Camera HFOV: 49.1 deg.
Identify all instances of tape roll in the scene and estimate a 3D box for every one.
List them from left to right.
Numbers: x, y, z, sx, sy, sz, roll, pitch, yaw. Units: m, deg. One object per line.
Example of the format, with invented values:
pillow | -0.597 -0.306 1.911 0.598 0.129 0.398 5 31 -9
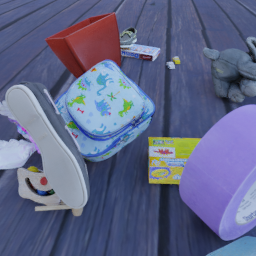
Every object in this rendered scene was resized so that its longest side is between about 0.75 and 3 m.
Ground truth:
tape roll | 2.377 0.915 5.696 2.592 2.592 1.101 -21 42 -26

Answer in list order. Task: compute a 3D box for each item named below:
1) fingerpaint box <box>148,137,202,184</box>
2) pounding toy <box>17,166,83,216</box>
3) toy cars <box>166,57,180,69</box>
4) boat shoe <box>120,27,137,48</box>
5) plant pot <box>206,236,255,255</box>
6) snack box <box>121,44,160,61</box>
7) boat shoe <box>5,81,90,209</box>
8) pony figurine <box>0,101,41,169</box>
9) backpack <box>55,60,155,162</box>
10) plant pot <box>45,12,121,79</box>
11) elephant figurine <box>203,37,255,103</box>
fingerpaint box | 1.333 0.852 7.448 1.592 0.584 1.328 1 32 1
pounding toy | -1.759 1.241 6.292 1.786 1.021 1.025 12 -1 17
toy cars | 2.146 -3.123 13.205 0.541 0.267 1.207 19 40 24
boat shoe | -0.058 -4.627 14.319 0.841 0.703 2.353 8 30 11
plant pot | 1.996 2.685 4.256 1.613 1.618 1.648 -16 28 -20
snack box | 0.135 -3.965 14.283 2.836 0.345 1.019 15 39 20
boat shoe | -1.415 0.284 5.688 0.915 2.738 0.780 -23 8 28
pony figurine | -2.511 0.077 7.495 2.323 2.004 2.406 17 27 -33
backpack | -0.727 -0.400 7.175 2.324 1.708 2.126 -41 79 -4
plant pot | -1.334 -2.642 9.555 1.941 1.710 1.939 -34 29 -21
elephant figurine | 4.487 -2.369 10.823 2.079 2.279 2.938 15 40 36
